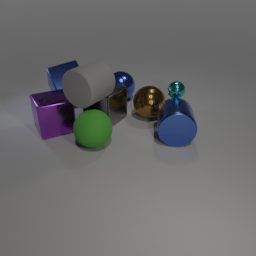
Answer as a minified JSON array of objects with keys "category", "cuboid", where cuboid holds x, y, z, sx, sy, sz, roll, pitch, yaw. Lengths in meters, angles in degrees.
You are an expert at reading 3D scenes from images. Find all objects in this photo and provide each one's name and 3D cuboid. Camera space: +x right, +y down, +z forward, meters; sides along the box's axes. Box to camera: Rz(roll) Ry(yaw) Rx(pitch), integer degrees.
[{"category":"ball","cuboid":[-1.258,0.027,10.081,1.400,1.400,1.400,0,29,0]},{"category":"cylinder","cuboid":[1.805,-0.237,10.539,1.400,1.400,1.400,2,29,3]},{"category":"ball","cuboid":[1.912,-1.500,11.074,0.700,0.700,0.700,0,29,0]},{"category":"cube","cuboid":[-0.978,-1.039,11.974,1.400,1.400,1.400,17,34,27]},{"category":"ball","cuboid":[-0.355,-2.075,13.728,1.400,1.400,1.400,0,29,0]},{"category":"cylinder","cuboid":[-1.404,-1.595,10.121,1.400,1.400,1.400,17,34,28]},{"category":"cube","cuboid":[-2.780,-1.998,12.856,1.400,1.400,1.400,-22,74,-19]},{"category":"cube","cuboid":[-2.982,-0.588,11.177,1.400,1.400,1.400,-14,33,-24]},{"category":"ball","cuboid":[0.915,-1.116,12.039,1.400,1.400,1.400,0,29,0]}]
